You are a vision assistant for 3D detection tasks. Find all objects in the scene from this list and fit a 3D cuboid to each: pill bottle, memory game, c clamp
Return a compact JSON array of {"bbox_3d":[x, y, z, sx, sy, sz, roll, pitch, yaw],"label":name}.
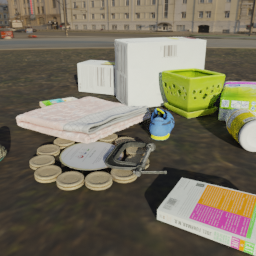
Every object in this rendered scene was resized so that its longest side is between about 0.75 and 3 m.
[{"bbox_3d":[2.894,-0.023,6.883,0.762,0.762,1.356,0,21,1],"label":"pill bottle"},{"bbox_3d":[-0.786,0.623,6.059,2.571,0.164,2.571,0,21,0],"label":"memory game"},{"bbox_3d":[0.197,0.593,5.722,1.253,0.199,1.467,-1,21,11],"label":"c clamp"}]

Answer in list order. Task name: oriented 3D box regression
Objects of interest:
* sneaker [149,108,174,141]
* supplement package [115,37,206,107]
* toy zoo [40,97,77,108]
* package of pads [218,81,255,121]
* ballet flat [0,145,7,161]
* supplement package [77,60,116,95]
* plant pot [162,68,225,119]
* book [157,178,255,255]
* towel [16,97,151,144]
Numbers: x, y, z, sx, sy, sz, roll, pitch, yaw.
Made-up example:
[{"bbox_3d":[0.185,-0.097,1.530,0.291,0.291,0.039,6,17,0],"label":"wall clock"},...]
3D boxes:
[{"bbox_3d":[0.960,-0.287,7.677,0.589,0.700,1.786,3,20,13],"label":"sneaker"},{"bbox_3d":[1.085,-2.055,10.047,2.831,2.205,1.570,-8,23,-17],"label":"supplement package"},{"bbox_3d":[-2.244,-0.846,9.807,1.467,0.150,0.962,-12,24,-27],"label":"toy zoo"},{"bbox_3d":[3.945,-0.832,8.833,1.926,0.850,2.494,7,23,20],"label":"package of pads"},{"bbox_3d":[-3.006,0.553,5.433,0.669,0.743,1.973,11,22,8],"label":"ballet flat"},{"bbox_3d":[-0.838,-2.101,11.578,2.154,1.180,1.225,8,23,18],"label":"supplement package"},{"bbox_3d":[2.013,-1.124,8.922,1.456,1.321,1.449,-11,24,-26],"label":"plant pot"},{"bbox_3d":[1.317,1.261,4.233,1.481,0.356,0.989,12,27,30],"label":"book"},{"bbox_3d":[-1.176,-0.371,7.941,2.703,0.456,2.830,11,21,34],"label":"towel"}]
